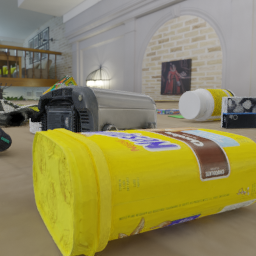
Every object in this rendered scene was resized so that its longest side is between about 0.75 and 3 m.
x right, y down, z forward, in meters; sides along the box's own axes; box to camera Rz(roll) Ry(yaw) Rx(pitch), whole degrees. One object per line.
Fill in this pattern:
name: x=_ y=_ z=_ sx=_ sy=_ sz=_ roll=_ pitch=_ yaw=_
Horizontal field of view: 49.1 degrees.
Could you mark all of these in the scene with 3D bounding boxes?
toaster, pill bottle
toaster: x=-0.618 y=-0.005 z=5.190 sx=1.614 sy=1.420 sz=2.498 roll=-1 pitch=2 yaw=-38
pill bottle: x=3.722 y=-1.077 z=13.007 sx=2.627 sy=1.501 sz=1.501 roll=-5 pitch=9 yaw=-36

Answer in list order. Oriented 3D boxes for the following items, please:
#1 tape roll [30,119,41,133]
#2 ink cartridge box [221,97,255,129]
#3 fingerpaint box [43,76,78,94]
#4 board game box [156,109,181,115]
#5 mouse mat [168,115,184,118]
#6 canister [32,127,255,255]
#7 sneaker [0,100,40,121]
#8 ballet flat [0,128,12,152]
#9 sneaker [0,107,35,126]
tape roll: x=-2.100 y=-0.138 z=9.611 sx=2.452 sy=0.448 sz=2.452 roll=1 pitch=9 yaw=0
ink cartridge box: x=4.701 y=-0.589 z=10.507 sx=2.378 sy=1.182 sz=0.466 roll=-2 pitch=7 yaw=-9
fingerpaint box: x=-1.993 y=-0.909 z=9.174 sx=0.454 sy=1.239 sz=1.033 roll=18 pitch=56 yaw=47
board game box: x=2.695 y=-1.032 z=17.576 sx=1.612 sy=0.278 sz=1.091 roll=-2 pitch=7 yaw=-14
mouse mat: x=2.953 y=-0.610 z=15.217 sx=1.163 sy=0.054 sz=1.445 roll=-3 pitch=9 yaw=-18
canister: x=0.186 y=0.484 z=3.138 sx=2.161 sy=0.935 sz=1.605 roll=-3 pitch=8 yaw=-29
sneaker: x=-5.101 y=-0.624 z=12.383 sx=1.135 sy=0.999 sz=2.683 roll=-2 pitch=-5 yaw=41
ballet flat: x=-3.130 y=0.280 z=6.329 sx=0.668 sy=0.668 sz=1.829 roll=-7 pitch=4 yaw=-44
sneaker: x=-4.382 y=-0.421 z=11.385 sx=0.942 sy=0.692 sz=2.082 roll=6 pitch=13 yaw=23
